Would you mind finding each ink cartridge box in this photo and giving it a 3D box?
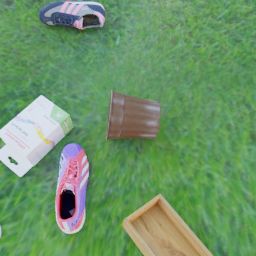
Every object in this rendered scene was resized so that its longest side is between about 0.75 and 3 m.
[{"bbox_3d":[-2.755,0.198,8.012,1.232,0.708,2.104,33,65,18],"label":"ink cartridge box"}]

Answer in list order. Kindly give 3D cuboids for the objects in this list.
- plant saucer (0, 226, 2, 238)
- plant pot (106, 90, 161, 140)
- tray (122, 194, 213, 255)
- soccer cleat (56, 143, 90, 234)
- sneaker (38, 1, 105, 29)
[{"bbox_3d":[-3.563,2.629,6.896,0.818,0.205,0.818,0,59,0],"label":"plant saucer"},{"bbox_3d":[0.142,-0.285,8.002,1.418,1.433,1.433,7,60,-6],"label":"plant pot"},{"bbox_3d":[1.060,2.838,6.495,1.184,0.444,2.400,-27,62,-29],"label":"tray"},{"bbox_3d":[-1.450,1.388,7.216,0.830,0.891,2.434,-2,60,-1],"label":"soccer cleat"},{"bbox_3d":[-2.080,-4.119,10.434,2.509,0.880,1.029,-8,57,-4],"label":"sneaker"}]
